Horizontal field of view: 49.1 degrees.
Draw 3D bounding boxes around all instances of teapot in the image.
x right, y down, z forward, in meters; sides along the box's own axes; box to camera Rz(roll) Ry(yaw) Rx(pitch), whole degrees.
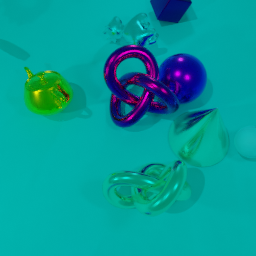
[{"bbox_3d":[-2.149,-1.014,7.283,1.286,1.013,2.068,-34,47,-25],"label":"teapot"}]

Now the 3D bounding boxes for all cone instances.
[{"bbox_3d":[1.877,-0.078,6.642,1.585,1.591,1.585,1,64,-1],"label":"cone"}]

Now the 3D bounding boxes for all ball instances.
[{"bbox_3d":[2.904,0.325,6.593,0.753,0.753,0.753,0,67,0],"label":"ball"},{"bbox_3d":[1.396,-1.286,7.354,1.321,1.321,1.321,0,67,0],"label":"ball"}]

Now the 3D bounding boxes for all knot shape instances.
[{"bbox_3d":[0.351,-0.864,6.848,1.921,2.053,0.949,23,34,18],"label":"knot shape"},{"bbox_3d":[0.573,1.230,5.924,2.036,1.905,0.941,-9,84,-21],"label":"knot shape"}]

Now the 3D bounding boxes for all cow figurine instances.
[{"bbox_3d":[0.027,-2.694,8.049,1.369,0.763,1.391,-27,64,8],"label":"cow figurine"}]

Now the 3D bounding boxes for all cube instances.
[{"bbox_3d":[1.297,-3.858,8.577,0.819,0.819,0.819,-4,65,-28],"label":"cube"}]
